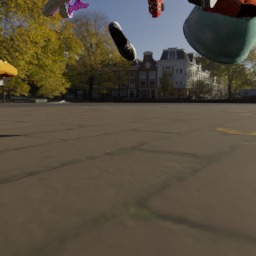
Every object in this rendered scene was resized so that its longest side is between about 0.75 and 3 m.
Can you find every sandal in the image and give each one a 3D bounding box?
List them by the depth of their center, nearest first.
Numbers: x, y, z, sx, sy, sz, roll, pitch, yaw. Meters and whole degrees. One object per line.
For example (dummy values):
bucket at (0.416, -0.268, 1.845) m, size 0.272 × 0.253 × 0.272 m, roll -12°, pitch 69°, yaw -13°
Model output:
sandal at (-1.212, -2.853, 6.171) m, size 0.720 × 1.192 × 2.929 m, roll 41°, pitch -8°, yaw -28°

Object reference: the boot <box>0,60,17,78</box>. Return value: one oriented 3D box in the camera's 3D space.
boot at (-4.459, -1.899, 8.226) m, size 2.059 × 0.724 × 1.474 m, roll 19°, pitch 4°, yaw 18°

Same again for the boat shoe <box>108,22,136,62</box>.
boat shoe at (-0.214, -3.531, 11.757) m, size 0.672 × 1.923 × 0.637 m, roll -24°, pitch 36°, yaw 11°

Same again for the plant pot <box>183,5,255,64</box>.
plant pot at (2.634, -2.893, 7.372) m, size 2.009 × 2.009 × 1.346 m, roll -2°, pitch -29°, yaw -15°

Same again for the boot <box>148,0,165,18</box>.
boot at (0.704, -4.103, 8.364) m, size 0.708 × 1.411 × 1.955 m, roll 0°, pitch 11°, yaw 21°

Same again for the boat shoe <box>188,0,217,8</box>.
boat shoe at (1.056, -1.931, 3.419) m, size 0.307 × 1.086 × 0.373 m, roll 20°, pitch -19°, yaw 26°

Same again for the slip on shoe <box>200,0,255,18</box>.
slip on shoe at (2.111, -2.482, 5.701) m, size 1.315 × 0.402 × 0.487 m, roll -1°, pitch -31°, yaw -14°
